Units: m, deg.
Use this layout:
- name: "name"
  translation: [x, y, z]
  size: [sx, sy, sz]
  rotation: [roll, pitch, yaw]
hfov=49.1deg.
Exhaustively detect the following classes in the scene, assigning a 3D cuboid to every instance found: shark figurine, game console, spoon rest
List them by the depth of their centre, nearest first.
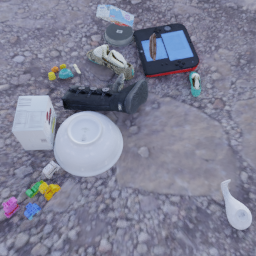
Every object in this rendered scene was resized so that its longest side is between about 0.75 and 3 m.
- name: "spoon rest"
  translation: [3.621, 2.607, 9.543]
  size: [0.820, 0.500, 1.651]
  rotation: [-17, 74, -9]
- name: "shark figurine"
  translation: [-0.666, -1.535, 11.873]
  size: [0.680, 0.974, 1.629]
  rotation: [24, 87, 4]
- name: "game console"
  translation: [1.784, -3.747, 13.230]
  size: [2.606, 0.457, 2.946]
  rotation: [-9, 61, -7]

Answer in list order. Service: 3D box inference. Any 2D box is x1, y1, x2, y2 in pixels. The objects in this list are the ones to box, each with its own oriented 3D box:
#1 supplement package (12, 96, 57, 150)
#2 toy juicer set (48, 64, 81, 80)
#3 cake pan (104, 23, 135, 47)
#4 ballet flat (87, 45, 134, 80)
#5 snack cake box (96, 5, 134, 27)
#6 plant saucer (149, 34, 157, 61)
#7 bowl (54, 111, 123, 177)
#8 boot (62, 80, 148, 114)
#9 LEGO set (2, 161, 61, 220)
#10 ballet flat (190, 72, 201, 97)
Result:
- name: "supplement package"
  translation: [-3.450, -0.176, 10.546]
  size: [1.127, 1.465, 1.532]
  rotation: [-2, 59, -1]
- name: "toy juicer set"
  translation: [-2.798, -2.525, 12.637]
  size: [1.474, 0.401, 0.938]
  rotation: [-5, 42, 2]
- name: "cake pan"
  translation: [-0.422, -4.714, 13.955]
  size: [1.589, 0.291, 1.589]
  rotation: [0, 60, 0]
- name: "ballet flat"
  translation: [-0.783, -3.150, 12.598]
  size: [2.671, 1.006, 0.906]
  rotation: [34, 61, 19]
- name: "snack cake box"
  translation: [-0.455, -4.133, 10.334]
  size: [0.719, 0.420, 1.251]
  rotation: [21, 13, 40]
- name: "plant saucer"
  translation: [0.884, -2.882, 9.997]
  size: [0.150, 0.934, 0.934]
  rotation: [3, 58, 16]
- name: "bowl"
  translation: [-1.538, 0.335, 10.409]
  size: [2.694, 1.211, 2.694]
  rotation: [0, 59, 0]
- name: "boot"
  translation: [-0.870, -1.370, 11.557]
  size: [2.982, 0.979, 2.458]
  rotation: [3, 24, 22]
- name: "LEGO set"
  translation: [-3.070, 2.146, 9.442]
  size: [0.917, 0.987, 2.405]
  rotation: [35, 65, 18]
- name: "ballet flat"
  translation: [2.982, -2.027, 12.222]
  size: [0.469, 0.490, 1.392]
  rotation: [6, 59, -5]
